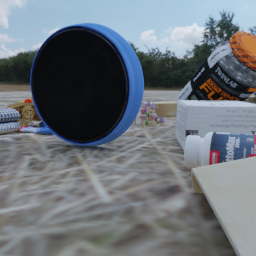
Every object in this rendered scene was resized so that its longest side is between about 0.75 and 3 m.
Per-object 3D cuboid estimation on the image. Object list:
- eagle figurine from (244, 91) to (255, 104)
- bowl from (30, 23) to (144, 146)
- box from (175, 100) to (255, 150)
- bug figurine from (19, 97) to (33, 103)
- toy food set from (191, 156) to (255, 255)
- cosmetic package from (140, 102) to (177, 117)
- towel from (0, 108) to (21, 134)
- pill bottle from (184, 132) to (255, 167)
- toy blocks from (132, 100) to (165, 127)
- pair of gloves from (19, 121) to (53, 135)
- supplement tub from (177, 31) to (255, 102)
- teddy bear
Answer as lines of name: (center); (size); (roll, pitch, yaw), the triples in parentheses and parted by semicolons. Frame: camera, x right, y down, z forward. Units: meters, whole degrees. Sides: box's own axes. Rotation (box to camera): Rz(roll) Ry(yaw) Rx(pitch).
eagle figurine: (5.619, -1.328, 11.886); (2.392, 1.815, 1.805); (-10, 9, -40)
bowl: (-1.064, -0.965, 6.519); (2.882, 2.882, 0.566); (4, 11, 23)
box: (2.090, -0.093, 6.843); (1.659, 1.090, 1.668); (0, 9, 2)
bug figurine: (-2.998, -0.928, 10.825); (2.275, 0.585, 1.764); (10, -29, -31)
toy food set: (1.755, 0.852, 2.676); (1.887, 0.795, 2.630); (-11, 7, 5)
cosmetic package: (1.535, -0.871, 12.974); (1.757, 0.625, 0.924); (-5, 11, -28)
towel: (-4.549, -0.243, 8.596); (1.901, 0.814, 1.574); (4, 9, 21)
pill bottle: (1.611, 0.440, 4.711); (1.225, 0.733, 0.733); (3, 10, 25)
toy blocks: (0.776, -0.576, 10.253); (1.107, 0.932, 1.034); (-4, 10, -23)
pair of gloves: (-2.382, -0.082, 9.375); (1.787, 0.253, 2.223); (2, 10, 11)
supplement tub: (2.862, -1.375, 8.444); (1.701, 1.701, 2.777); (-6, -32, -31)
teddy bear: (-3.026, -0.519, 9.792); (2.395, 0.799, 1.736); (-11, 19, -11)
